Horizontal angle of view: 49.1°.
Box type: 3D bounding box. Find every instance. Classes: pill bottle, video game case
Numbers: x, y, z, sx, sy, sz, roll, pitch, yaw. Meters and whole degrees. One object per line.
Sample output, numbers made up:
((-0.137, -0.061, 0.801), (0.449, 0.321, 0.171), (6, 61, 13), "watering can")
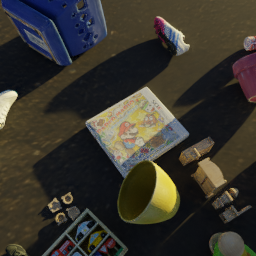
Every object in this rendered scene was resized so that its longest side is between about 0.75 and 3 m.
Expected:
((5.132, -3.380, 11.082), (0.910, 0.519, 0.519), (-7, 62, -4), "pill bottle")
((0.292, 0.045, 9.353), (2.601, 0.298, 2.367), (-32, 66, -16), "video game case")

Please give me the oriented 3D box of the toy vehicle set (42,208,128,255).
((-1.413, 3.639, 7.372), (1.582, 0.338, 2.547), (37, 68, 19), "toy vehicle set")

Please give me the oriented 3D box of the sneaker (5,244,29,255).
((-2.906, 3.383, 7.421), (0.951, 0.545, 0.364), (32, 64, 18), "sneaker")

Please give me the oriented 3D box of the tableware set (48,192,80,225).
((-1.875, 2.372, 8.209), (0.735, 0.102, 0.880), (-28, 65, -15), "tableware set")

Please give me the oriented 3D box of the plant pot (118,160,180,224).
((0.699, 1.901, 7.717), (1.220, 1.718, 1.718), (28, 60, -23), "plant pot")

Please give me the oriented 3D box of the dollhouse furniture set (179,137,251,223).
((2.625, 1.399, 8.125), (1.024, 1.199, 2.313), (-27, 65, -12), "dollhouse furniture set")

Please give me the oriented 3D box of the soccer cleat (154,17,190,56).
((1.735, -3.703, 11.211), (0.842, 0.681, 1.950), (-21, 70, -14), "soccer cleat")

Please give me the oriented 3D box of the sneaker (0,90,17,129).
((-4.419, -0.443, 9.439), (0.802, 0.760, 1.987), (37, 71, 4), "sneaker")

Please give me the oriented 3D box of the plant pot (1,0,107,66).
((-2.688, -4.083, 10.301), (2.734, 2.734, 2.458), (34, 74, 16), "plant pot")

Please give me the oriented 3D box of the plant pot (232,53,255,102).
((4.552, -1.693, 9.730), (1.533, 1.533, 1.372), (-6, 78, -3), "plant pot")

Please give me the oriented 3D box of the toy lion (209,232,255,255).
((2.588, 4.361, 6.798), (2.581, 0.924, 2.692), (42, 69, 12), "toy lion")
